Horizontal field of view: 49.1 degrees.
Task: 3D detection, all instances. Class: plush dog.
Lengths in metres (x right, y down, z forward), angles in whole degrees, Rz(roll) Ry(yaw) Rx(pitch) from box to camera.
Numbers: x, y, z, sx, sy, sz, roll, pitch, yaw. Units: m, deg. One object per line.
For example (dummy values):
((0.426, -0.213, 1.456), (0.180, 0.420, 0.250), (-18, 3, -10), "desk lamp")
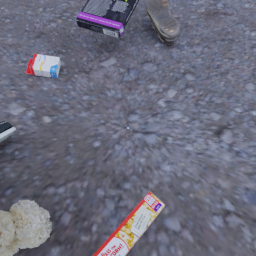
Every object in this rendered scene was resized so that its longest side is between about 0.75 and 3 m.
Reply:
((-2.960, 1.698, 4.548), (2.679, 2.301, 2.150), (17, 59, 15), "plush dog")

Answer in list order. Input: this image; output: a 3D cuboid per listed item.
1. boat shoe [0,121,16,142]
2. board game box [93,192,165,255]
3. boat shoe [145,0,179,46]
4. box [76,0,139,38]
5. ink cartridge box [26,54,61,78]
((-3.875, 0.397, 6.023), (2.912, 1.101, 0.879), (-34, 94, -44), "boat shoe")
((-0.121, 1.981, 4.830), (0.376, 1.230, 1.623), (40, 55, 14), "board game box")
((1.137, -3.848, 10.050), (0.856, 0.843, 2.299), (-10, 58, -6), "boat shoe")
((-0.547, -3.953, 9.045), (1.487, 0.376, 2.080), (20, 72, 13), "box")
((-2.663, -1.949, 8.743), (0.996, 0.335, 0.579), (7, 68, -3), "ink cartridge box")
